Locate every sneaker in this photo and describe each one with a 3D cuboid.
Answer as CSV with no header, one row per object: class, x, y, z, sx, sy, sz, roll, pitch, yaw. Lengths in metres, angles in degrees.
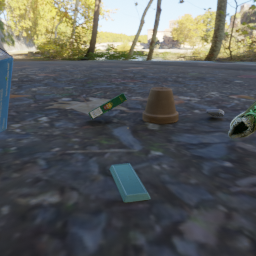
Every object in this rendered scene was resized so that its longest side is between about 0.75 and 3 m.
sneaker,2.768,-0.254,6.015,0.633,1.647,0.730,45,43,16

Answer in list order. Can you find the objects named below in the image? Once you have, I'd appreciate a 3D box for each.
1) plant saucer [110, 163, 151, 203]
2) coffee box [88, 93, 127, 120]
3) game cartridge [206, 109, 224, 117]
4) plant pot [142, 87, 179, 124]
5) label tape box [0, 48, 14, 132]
plant saucer,-0.001,0.952,5.127,0.462,0.125,1.323,-4,18,-13
coffee box,-0.671,-0.690,9.105,1.303,0.286,0.801,-31,5,-6
game cartridge,2.971,-0.503,9.452,0.500,0.153,0.751,6,-6,28
plant pot,1.108,-0.792,9.351,1.229,1.072,1.229,1,16,0
label tape box,-3.531,-0.316,5.009,0.885,2.017,2.797,35,38,13
